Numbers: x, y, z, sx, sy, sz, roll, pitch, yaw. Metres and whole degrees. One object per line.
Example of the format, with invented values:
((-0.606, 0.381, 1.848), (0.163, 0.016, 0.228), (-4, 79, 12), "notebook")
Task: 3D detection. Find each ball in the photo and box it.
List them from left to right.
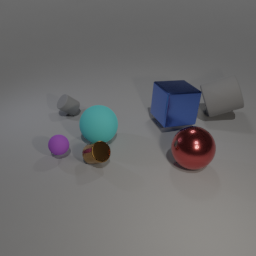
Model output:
((-2.347, 0.570, 9.492), (0.700, 0.700, 0.700), (0, 33, 0), "ball")
((-1.064, -0.134, 10.202), (1.400, 1.400, 1.400), (0, 33, 0), "ball")
((2.097, 0.639, 9.009), (1.400, 1.400, 1.400), (0, 33, 0), "ball")

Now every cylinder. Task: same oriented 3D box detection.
((-2.530, -0.983, 11.895), (0.700, 0.700, 0.700), (30, 11, -41), "cylinder")
((-1.035, 0.811, 9.169), (0.700, 0.700, 0.700), (-29, 7, -36), "cylinder")
((3.824, -1.303, 11.439), (1.400, 1.400, 1.400), (-17, 29, 17), "cylinder")

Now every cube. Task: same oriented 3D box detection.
((1.840, -0.992, 11.070), (1.400, 1.400, 1.400), (-6, 29, -18), "cube")
